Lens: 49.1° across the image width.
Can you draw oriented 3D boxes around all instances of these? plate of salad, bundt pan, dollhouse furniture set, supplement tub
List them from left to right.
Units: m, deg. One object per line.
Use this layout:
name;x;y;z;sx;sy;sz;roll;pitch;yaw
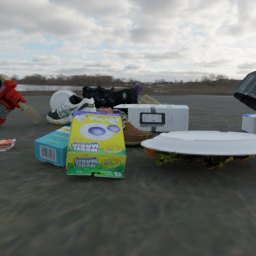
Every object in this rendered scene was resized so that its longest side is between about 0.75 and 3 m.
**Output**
supplement tub;-3.365;-1.374;15.094;1.355;1.355;1.931;-1;9;-5
dollhouse furniture set;0.970;-1.148;17.751;2.421;1.918;1.718;37;-10;40
plate of salad;1.546;0.426;5.443;2.596;0.623;2.596;0;3;0
bundt pan;4.038;-0.767;7.331;2.446;0.918;2.446;27;7;-4

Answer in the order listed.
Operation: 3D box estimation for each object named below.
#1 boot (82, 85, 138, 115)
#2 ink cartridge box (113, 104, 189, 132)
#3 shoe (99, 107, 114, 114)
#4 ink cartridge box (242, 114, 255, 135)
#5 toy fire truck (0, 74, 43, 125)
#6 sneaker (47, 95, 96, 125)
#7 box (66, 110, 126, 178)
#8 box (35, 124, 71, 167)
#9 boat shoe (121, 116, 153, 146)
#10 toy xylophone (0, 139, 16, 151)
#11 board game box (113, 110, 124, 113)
boot;-0.772;-1.155;12.757;2.381;1.075;2.905;-1;-11;1
ink cartridge box;0.848;-0.384;10.053;2.533;0.859;1.469;2;9;10
shoe;-0.760;-0.567;11.949;0.537;0.684;1.504;4;9;25
ink cartridge box;4.658;-0.123;9.217;1.437;0.617;1.052;-1;8;2
toy fire truck;-4.624;-0.698;10.734;2.242;1.973;1.442;41;6;-6
sneaker;-2.266;-0.736;11.330;2.754;1.207;1.041;3;10;37
box;-0.590;0.261;5.208;1.012;0.417;1.724;4;32;-9
box;-1.155;0.244;6.075;0.698;0.417;1.697;12;22;22
boat shoe;-0.283;0.039;7.613;2.024;0.747;0.766;6;10;35
toy xylophone;-3.205;0.422;6.855;0.859;0.216;0.629;-3;9;-20
board game box;-0.550;-1.040;17.039;0.677;0.182;1.128;4;8;-2
